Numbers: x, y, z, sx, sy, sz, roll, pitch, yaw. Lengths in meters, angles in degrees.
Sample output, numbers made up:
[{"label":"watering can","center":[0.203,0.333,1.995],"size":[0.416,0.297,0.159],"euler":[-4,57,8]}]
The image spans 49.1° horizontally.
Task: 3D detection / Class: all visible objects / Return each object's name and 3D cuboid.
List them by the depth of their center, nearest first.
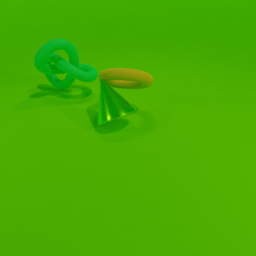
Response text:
[{"label":"cone","center":[-0.474,-0.751,7.001],"size":[1.054,1.058,1.054],"euler":[-22,5,2]},{"label":"ring","center":[-0.059,-1.274,7.369],"size":[1.451,0.290,1.451],"euler":[4,-2,0]},{"label":"knot shape","center":[-2.025,-1.944,8.528],"size":[1.993,1.865,0.921],"euler":[5,72,19]}]
